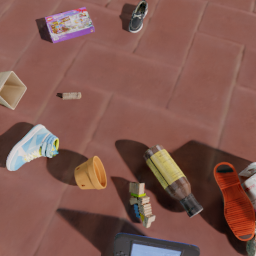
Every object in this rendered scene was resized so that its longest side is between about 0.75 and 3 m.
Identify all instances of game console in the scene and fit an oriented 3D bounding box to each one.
[{"bbox_3d":[0.735,4.614,8.515,2.615,2.232,1.547,8,38,3],"label":"game console"}]

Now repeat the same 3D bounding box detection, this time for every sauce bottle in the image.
[{"bbox_3d":[1.622,1.902,10.133,0.894,0.894,2.762,-28,69,-13],"label":"sauce bottle"}]

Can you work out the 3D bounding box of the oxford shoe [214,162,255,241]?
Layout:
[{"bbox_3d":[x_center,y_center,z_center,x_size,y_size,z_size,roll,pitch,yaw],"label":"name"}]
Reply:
[{"bbox_3d":[3.746,2.495,9.808,0.952,0.970,2.675,-15,79,14],"label":"oxford shoe"}]

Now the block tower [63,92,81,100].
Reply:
[{"bbox_3d":[-2.431,-1.386,12.080,0.785,0.227,0.212,-4,64,-1],"label":"block tower"}]

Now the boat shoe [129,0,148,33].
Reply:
[{"bbox_3d":[0.501,-5.571,13.904,0.709,0.565,1.875,13,65,6],"label":"boat shoe"}]

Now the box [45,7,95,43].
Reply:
[{"bbox_3d":[-2.854,-5.067,13.745,2.098,0.410,1.436,-18,66,-9],"label":"box"}]

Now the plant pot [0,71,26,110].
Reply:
[{"bbox_3d":[-5.236,-1.646,11.746,1.049,1.185,1.184,12,64,19],"label":"plant pot"}]

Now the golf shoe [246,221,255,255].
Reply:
[{"bbox_3d":[4.383,3.801,9.464,0.589,0.474,1.211,19,75,-15],"label":"golf shoe"}]

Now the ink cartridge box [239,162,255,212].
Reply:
[{"bbox_3d":[5.158,2.201,9.537,1.611,1.653,2.572,-32,69,-15],"label":"ink cartridge box"}]

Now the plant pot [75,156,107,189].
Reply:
[{"bbox_3d":[-1.381,1.699,10.145,0.839,1.199,1.199,-18,64,10],"label":"plant pot"}]

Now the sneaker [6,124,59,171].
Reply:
[{"bbox_3d":[-3.488,0.946,10.621,1.368,0.833,2.095,29,68,14],"label":"sneaker"}]

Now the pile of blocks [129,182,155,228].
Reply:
[{"bbox_3d":[0.515,2.698,10.033,0.514,0.680,1.655,3,66,-47],"label":"pile of blocks"}]
